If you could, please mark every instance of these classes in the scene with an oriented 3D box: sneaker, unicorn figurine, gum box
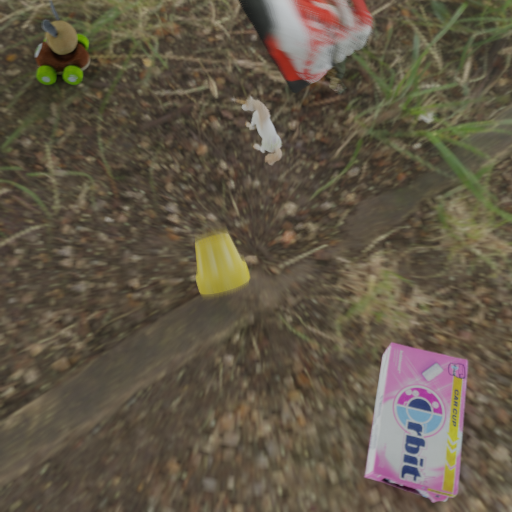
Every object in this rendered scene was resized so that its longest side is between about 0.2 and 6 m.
[{"bbox_3d":[0.764,-3.434,7.969,1.534,2.861,0.955,-32,77,11],"label":"sneaker"},{"bbox_3d":[0.074,-1.912,8.278,0.429,0.798,1.162,-43,105,-9],"label":"unicorn figurine"},{"bbox_3d":[1.930,2.004,6.751,0.951,0.554,1.676,13,64,6],"label":"gum box"}]

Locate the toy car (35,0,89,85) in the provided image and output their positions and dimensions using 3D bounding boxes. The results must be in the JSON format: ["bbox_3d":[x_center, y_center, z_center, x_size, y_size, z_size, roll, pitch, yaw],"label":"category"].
[{"bbox_3d":[-3.324,-3.575,9.286,0.887,1.125,0.924,0,63,0],"label":"toy car"}]

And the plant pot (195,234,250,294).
[{"bbox_3d":[-0.505,0.083,7.430,0.707,0.707,0.665,-18,100,-9],"label":"plant pot"}]

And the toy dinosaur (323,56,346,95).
[{"bbox_3d":[1.251,-3.536,9.622,0.832,0.448,1.889,20,65,-15],"label":"toy dinosaur"}]
